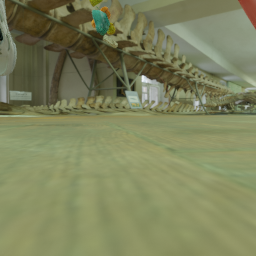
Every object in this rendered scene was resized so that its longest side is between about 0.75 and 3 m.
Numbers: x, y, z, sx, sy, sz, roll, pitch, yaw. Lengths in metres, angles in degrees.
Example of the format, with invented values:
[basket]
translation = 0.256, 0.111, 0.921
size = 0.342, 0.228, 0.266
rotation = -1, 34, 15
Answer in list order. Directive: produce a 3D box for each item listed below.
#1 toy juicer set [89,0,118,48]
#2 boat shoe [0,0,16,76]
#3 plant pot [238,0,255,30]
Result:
[toy juicer set]
translation = -0.901, -3.599, 9.965
size = 0.600, 2.205, 1.403
rotation = -17, -21, 14
[boat shoe]
translation = -3.786, -2.493, 7.632
size = 1.100, 0.998, 2.990
rotation = 1, -42, -9
[plant pot]
translation = 3.814, -3.459, 7.443
size = 1.663, 1.471, 1.663
rotation = -17, -3, -1
